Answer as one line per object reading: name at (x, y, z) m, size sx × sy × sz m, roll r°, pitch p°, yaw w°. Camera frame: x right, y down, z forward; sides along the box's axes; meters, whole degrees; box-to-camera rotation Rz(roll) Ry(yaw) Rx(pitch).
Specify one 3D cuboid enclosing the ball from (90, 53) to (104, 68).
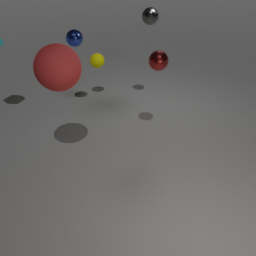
ball at (-1.496, -3.263, 13.585) m, size 0.700 × 0.700 × 0.700 m, roll 0°, pitch 31°, yaw 0°

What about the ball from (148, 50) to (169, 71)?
ball at (1.066, -2.349, 9.787) m, size 0.700 × 0.700 × 0.700 m, roll 0°, pitch 31°, yaw 0°

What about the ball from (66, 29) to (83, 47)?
ball at (-2.223, -3.729, 11.627) m, size 0.700 × 0.700 × 0.700 m, roll 0°, pitch 31°, yaw 0°

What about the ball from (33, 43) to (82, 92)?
ball at (-2.084, -1.787, 8.317) m, size 1.400 × 1.400 × 1.400 m, roll 0°, pitch 31°, yaw 0°

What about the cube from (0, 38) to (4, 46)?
cube at (-5.524, -3.423, 11.041) m, size 0.700 × 0.700 × 0.700 m, roll -14°, pitch 26°, yaw 33°

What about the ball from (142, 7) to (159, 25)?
ball at (0.928, -4.674, 11.708) m, size 0.700 × 0.700 × 0.700 m, roll 0°, pitch 31°, yaw 0°
